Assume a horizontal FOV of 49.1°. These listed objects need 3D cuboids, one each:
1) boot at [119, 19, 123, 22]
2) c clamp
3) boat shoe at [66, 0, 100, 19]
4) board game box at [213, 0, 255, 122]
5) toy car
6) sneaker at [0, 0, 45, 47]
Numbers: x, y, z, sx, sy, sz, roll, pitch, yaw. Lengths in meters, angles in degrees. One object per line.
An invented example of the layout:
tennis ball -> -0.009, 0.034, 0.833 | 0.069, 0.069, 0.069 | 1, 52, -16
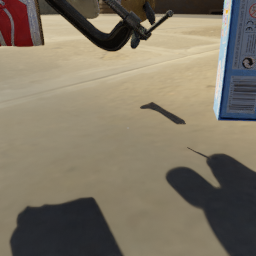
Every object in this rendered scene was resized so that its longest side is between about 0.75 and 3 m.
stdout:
boot -> -0.408, -3.521, 10.258 | 0.287, 0.893, 0.832 | 32, 46, 2
c clamp -> -0.493, -1.881, 4.119 | 0.272, 2.009, 1.717 | -58, 11, -21
boat shoe -> -1.186, -3.151, 5.436 | 0.827, 2.238, 0.675 | -4, 59, 31
board game box -> 1.084, -0.488, 1.207 | 1.282, 0.970, 0.235 | 3, 21, 9
toy car -> -0.064, -3.716, 7.999 | 2.110, 2.674, 2.197 | -15, -12, -26
sneaker -> -2.949, -3.195, 6.792 | 1.432, 2.547, 0.907 | -10, -3, -10
